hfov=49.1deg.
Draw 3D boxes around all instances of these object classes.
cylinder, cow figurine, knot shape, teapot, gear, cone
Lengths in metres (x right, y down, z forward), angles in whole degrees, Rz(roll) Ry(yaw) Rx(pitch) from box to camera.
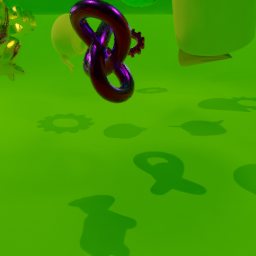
[{"bbox_3d":[1.423,-2.113,4.648,1.351,1.351,1.351,-9,39,7],"label":"cylinder"},{"bbox_3d":[-1.971,-1.109,3.890,0.774,1.387,1.410,7,37,-3],"label":"cow figurine"},{"bbox_3d":[-0.470,-1.536,5.221,0.890,1.802,1.926,-18,56,-8],"label":"knot shape"},{"bbox_3d":[-1.432,-2.329,7.349,0.875,1.788,1.111,17,3,27],"label":"teapot"},{"bbox_3d":[-3.420,-2.900,7.853,1.598,0.296,1.598,-13,1,0],"label":"gear"},{"bbox_3d":[0.050,-3.449,11.364,1.267,1.267,0.234,1,-20,3],"label":"gear"},{"bbox_3d":[2.776,-2.588,9.433,1.562,1.556,1.556,28,35,30],"label":"cone"}]

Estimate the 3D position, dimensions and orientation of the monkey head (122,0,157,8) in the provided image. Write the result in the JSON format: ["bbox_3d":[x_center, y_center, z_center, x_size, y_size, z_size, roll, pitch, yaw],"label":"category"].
[{"bbox_3d":[0.313,-3.803,7.136,1.837,1.321,1.107,-14,20,-11],"label":"monkey head"}]
